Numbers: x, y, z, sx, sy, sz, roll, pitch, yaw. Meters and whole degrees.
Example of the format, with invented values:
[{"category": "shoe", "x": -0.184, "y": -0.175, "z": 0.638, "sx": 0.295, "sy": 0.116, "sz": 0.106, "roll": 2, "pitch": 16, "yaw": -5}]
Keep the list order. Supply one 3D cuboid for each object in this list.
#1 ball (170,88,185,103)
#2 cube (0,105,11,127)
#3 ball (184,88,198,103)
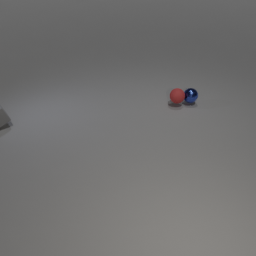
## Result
[{"category": "ball", "x": 2.275, "y": -1.484, "z": 12.931, "sx": 0.700, "sy": 0.700, "sz": 0.700, "roll": 0, "pitch": 31, "yaw": 0}, {"category": "cube", "x": -5.281, "y": -0.504, "z": 11.254, "sx": 0.700, "sy": 0.700, "sz": 0.700, "roll": -37, "pitch": 48, "yaw": -15}, {"category": "ball", "x": 2.938, "y": -1.523, "z": 13.147, "sx": 0.700, "sy": 0.700, "sz": 0.700, "roll": 0, "pitch": 31, "yaw": 0}]
